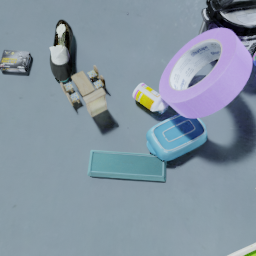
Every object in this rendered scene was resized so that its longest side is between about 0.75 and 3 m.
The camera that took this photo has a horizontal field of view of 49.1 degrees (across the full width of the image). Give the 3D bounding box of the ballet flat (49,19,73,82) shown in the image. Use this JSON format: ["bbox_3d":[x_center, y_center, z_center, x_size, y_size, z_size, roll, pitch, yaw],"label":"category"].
[{"bbox_3d":[-2.453,-2.894,10.129,0.829,0.834,2.437,-3,68,-2],"label":"ballet flat"}]

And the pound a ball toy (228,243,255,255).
[{"bbox_3d":[2.808,4.155,7.103,2.575,1.094,1.679,-21,64,-7],"label":"pound a ball toy"}]

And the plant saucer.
[{"bbox_3d":[-0.016,1.160,8.827,2.476,0.235,0.866,4,68,1],"label":"plant saucer"}]

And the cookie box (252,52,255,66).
[{"bbox_3d":[5.253,-2.785,9.940,1.293,1.106,0.486,-18,66,-7],"label":"cookie box"}]

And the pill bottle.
[{"bbox_3d":[0.778,-0.971,9.470,1.186,0.618,0.618,37,73,14],"label":"pill bottle"}]

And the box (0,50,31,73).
[{"bbox_3d":[-4.130,-2.455,10.269,0.993,0.240,0.786,5,68,2],"label":"box"}]

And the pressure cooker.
[{"bbox_3d":[3.662,-3.709,9.558,2.234,2.501,2.200,34,72,12],"label":"pressure cooker"}]

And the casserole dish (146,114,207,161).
[{"bbox_3d":[1.606,0.176,9.011,2.149,0.417,1.302,-24,65,-15],"label":"casserole dish"}]

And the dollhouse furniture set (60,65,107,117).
[{"bbox_3d":[-1.374,-1.317,9.377,1.370,1.038,1.563,-30,71,-11],"label":"dollhouse furniture set"}]

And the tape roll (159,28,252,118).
[{"bbox_3d":[2.288,-1.684,8.644,0.907,2.766,2.766,36,66,-30],"label":"tape roll"}]
